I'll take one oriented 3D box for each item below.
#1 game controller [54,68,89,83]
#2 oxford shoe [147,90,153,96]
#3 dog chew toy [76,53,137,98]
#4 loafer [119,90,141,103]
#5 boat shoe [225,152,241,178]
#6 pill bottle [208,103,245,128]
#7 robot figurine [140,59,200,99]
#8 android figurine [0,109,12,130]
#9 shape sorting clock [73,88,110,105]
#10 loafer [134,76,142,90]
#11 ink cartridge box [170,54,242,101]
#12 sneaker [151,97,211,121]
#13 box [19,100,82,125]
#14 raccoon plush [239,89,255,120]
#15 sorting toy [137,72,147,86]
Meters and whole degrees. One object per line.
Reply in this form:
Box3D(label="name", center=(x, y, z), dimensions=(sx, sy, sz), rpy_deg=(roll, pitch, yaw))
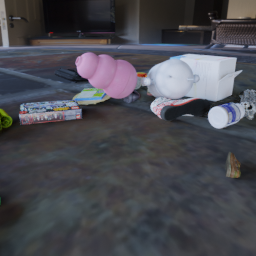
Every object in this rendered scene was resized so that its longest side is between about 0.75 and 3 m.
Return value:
Box3D(label="game controller", center=(-3.526, -3.341, 17.890), dimensions=(1.550, 0.626, 2.972), rpy_deg=(3, 16, -37))
Box3D(label="oxford shoe", center=(1.426, -2.219, 14.212), dimensions=(0.875, 0.928, 2.483), rpy_deg=(2, 21, 6))
Box3D(label="dog chew toy", center=(-0.911, -2.240, 11.498), dimensions=(2.617, 1.630, 1.630), rpy_deg=(19, 9, -32))
Box3D(label="loafer", center=(-0.147, -1.737, 13.234), dimensions=(0.669, 0.763, 2.123), rpy_deg=(-13, 32, -24))
Box3D(label="boat shoe", center=(2.587, 0.926, 6.886), dimensions=(0.321, 0.339, 0.943), rpy_deg=(11, 32, 15))
Box3D(label="pill bottle", center=(3.523, -0.481, 9.886), dimensions=(1.282, 0.767, 0.767), rpy_deg=(-15, 25, -36))
Box3D(label="robot figurine", center=(1.742, -2.008, 11.776), dimensions=(2.385, 1.588, 2.813), rpy_deg=(-8, 7, -9))
Box3D(label="android figurine", center=(-5.452, -0.217, 9.432), dimensions=(2.698, 0.609, 2.964), rpy_deg=(-16, 27, -35))
Box3D(label="shape sorting clock", center=(-1.598, -1.461, 12.941), dimensions=(1.911, 0.375, 1.911), rpy_deg=(-8, 29, 5))
Box3D(label="loafer", center=(-0.593, -2.537, 15.305), dimensions=(2.778, 0.999, 0.873), rpy_deg=(9, 6, 8))
Box3D(label="ink cartridge box", center=(3.754, -2.497, 13.628), dimensions=(2.960, 1.853, 1.902), rpy_deg=(18, 27, 39))
Box3D(label="sneaker", center=(2.015, -0.888, 10.964), dimensions=(2.263, 0.756, 1.213), rpy_deg=(-13, 27, -23))
Box3D(label="box", center=(-2.984, -0.653, 10.799), dimensions=(2.208, 0.440, 1.511), rpy_deg=(-7, 22, -17))
Box3D(label="raccoon plush", center=(4.942, -0.718, 11.018), dimensions=(1.754, 1.175, 0.849), rpy_deg=(24, -12, -34))
Box3D(label="sorting toy", center=(1.471, -3.125, 17.244), dimensions=(2.576, 0.470, 2.384), rpy_deg=(-12, 24, -28))
